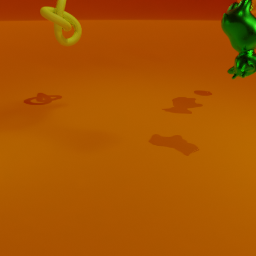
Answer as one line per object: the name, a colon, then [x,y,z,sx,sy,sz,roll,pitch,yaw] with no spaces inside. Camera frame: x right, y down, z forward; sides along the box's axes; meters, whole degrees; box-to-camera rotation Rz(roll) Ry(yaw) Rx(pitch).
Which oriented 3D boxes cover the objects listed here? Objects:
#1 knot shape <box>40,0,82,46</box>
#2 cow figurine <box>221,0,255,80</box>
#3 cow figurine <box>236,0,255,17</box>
knot shape: [-2.156,-3.597,9.107,0.731,1.481,1.582,-16,-22,17]
cow figurine: [2.250,-1.701,5.527,1.304,1.284,0.716,37,-9,-19]
cow figurine: [3.418,-3.698,7.857,0.950,1.702,1.730,2,66,24]
